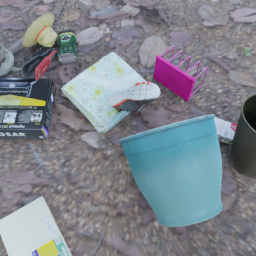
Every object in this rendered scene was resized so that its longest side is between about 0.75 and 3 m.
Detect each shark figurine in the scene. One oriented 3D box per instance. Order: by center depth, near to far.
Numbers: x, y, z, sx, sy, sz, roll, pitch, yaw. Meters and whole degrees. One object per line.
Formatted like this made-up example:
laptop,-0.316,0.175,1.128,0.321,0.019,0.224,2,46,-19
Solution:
shark figurine,-4.945,-2.881,11.417,0.994,0.694,1.664,-9,62,-6

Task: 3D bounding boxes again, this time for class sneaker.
sneaker,0.284,-0.917,9.110,1.994,0.817,0.769,-5,50,40

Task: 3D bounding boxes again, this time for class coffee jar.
coffee jar,-2.535,-3.430,11.736,0.780,0.638,1.495,-8,61,2

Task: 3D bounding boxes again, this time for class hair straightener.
hair straightener,-3.529,-2.861,11.032,1.138,0.605,2.957,11,42,1

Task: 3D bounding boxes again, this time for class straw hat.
straw hat,-3.384,-3.785,11.563,0.791,1.868,1.868,42,66,-5

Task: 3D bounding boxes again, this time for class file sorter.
file sorter,2.005,-2.137,10.668,1.728,1.201,1.084,39,65,20

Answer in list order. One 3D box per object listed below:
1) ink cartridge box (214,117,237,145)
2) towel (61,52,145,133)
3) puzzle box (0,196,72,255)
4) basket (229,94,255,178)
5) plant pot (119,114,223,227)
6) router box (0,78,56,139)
ink cartridge box,3.257,0.080,9.827,0.924,0.396,0.682,21,62,14
towel,-0.720,-1.371,10.291,2.697,0.649,2.309,-40,80,-21
puzzle box,-2.654,3.294,8.007,1.492,0.285,2.243,-28,64,-16
basket,4.136,0.410,8.405,2.266,2.513,1.709,20,62,12
plant pot,1.378,1.212,7.836,2.726,2.726,2.561,-14,86,-8
router box,-4.204,-0.734,10.094,2.845,0.743,2.237,1,60,1
